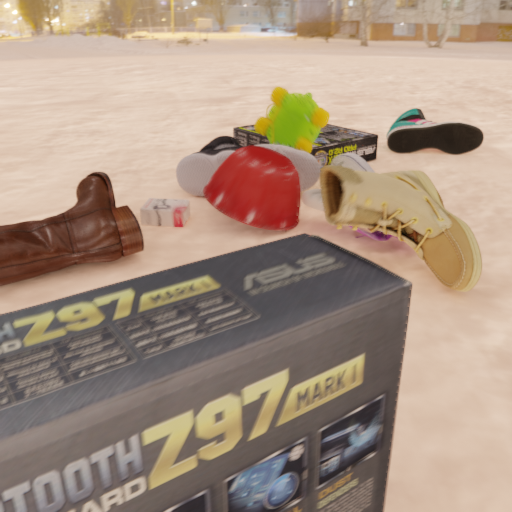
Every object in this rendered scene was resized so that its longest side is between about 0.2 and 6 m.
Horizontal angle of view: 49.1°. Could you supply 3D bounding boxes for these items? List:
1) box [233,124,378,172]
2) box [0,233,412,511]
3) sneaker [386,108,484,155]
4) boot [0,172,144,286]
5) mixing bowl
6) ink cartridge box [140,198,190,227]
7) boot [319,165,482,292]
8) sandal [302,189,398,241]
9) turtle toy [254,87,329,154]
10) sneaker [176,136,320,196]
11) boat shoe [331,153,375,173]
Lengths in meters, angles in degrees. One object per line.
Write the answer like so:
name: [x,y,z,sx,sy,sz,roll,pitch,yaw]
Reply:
box: [1.382,-3.291,16.376,2.729,0.754,3.406,-19,31,-35]
box: [-0.905,1.712,2.900,3.729,2.940,0.951,-17,30,-31]
sneaker: [5.346,-3.792,17.109,2.781,1.163,1.679,2,34,6]
boot: [-4.163,-0.469,10.038,3.501,1.125,3.263,-17,28,-24]
mixing bowl: [0.070,-1.514,11.360,2.089,1.132,2.089,16,27,-8]
ink cartridge box: [-1.883,-0.900,11.614,0.896,0.378,0.649,3,27,6]
boot: [2.233,-0.510,9.008,2.044,0.957,2.629,3,47,-23]
sandal: [2.035,-0.679,10.850,2.547,0.626,1.036,26,30,31]
turtle toy: [0.812,-2.971,13.588,1.544,2.118,1.071,32,11,14]
sneaker: [-0.165,-2.257,13.488,3.335,1.258,1.898,-1,27,3]
boat shoe: [1.982,-1.508,12.402,1.128,0.977,2.645,-10,35,-14]
